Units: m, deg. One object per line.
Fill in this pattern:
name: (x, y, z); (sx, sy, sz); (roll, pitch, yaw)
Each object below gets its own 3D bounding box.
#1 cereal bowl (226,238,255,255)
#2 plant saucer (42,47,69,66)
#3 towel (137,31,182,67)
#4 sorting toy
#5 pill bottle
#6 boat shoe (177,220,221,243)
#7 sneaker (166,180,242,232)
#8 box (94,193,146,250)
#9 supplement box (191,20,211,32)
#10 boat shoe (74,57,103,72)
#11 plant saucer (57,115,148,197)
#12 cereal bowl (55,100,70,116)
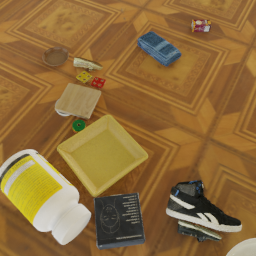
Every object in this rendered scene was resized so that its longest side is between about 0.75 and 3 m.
cereal bowl: (3.667, 4.337, 7.611); (2.455, 1.022, 2.455); (0, 59, 0)
plant saucer: (-3.279, -3.221, 12.787); (1.197, 0.219, 1.197); (0, 58, -1)
towel: (1.435, -3.721, 12.936); (1.124, 0.489, 2.013); (-37, 65, -21)
sorting toy: (-1.929, -1.067, 11.239); (1.412, 0.495, 2.928); (15, 57, 7)
pill bottle: (-2.555, 2.110, 8.653); (2.897, 1.612, 1.612); (37, 65, 21)
boat shoe: (2.162, 3.284, 8.622); (1.348, 0.504, 0.447); (18, 87, 2)
sneaker: (2.436, 2.323, 8.696); (2.318, 0.847, 1.297); (12, 88, 8)
box: (-0.278, 2.860, 8.607); (1.425, 0.883, 1.400); (-6, 58, -4)
supplement box: (3.608, -5.052, 13.828); (0.871, 0.373, 0.481); (-1, 58, -1)
boat shoe: (-1.763, -2.784, 12.427); (1.377, 0.432, 0.505); (21, 21, 14)
plant saucer: (-0.904, 0.974, 9.972); (2.370, 0.574, 2.370); (-34, 64, -20)
cereal bowl: (-2.463, -0.820, 11.203); (0.845, 0.352, 0.845); (1, 61, -1)
